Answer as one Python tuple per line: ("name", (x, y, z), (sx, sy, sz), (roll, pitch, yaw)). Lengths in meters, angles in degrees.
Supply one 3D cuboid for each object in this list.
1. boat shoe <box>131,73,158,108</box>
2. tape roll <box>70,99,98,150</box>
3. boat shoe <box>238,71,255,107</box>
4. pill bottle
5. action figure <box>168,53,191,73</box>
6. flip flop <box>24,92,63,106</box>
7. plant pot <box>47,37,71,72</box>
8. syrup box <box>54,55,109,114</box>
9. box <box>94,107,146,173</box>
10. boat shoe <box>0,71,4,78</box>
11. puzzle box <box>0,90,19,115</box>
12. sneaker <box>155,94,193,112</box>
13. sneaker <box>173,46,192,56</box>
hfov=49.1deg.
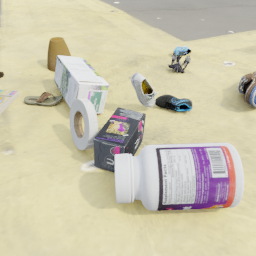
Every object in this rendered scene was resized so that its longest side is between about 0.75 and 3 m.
("boat shoe", (0.711, -1.196, 9.670), (0.608, 1.647, 0.702), (-45, 49, -13))
("tape roll", (-1.346, -0.105, 8.367), (0.285, 1.559, 1.559), (-6, 34, -33))
("boat shoe", (4.952, -1.583, 11.020), (1.068, 1.066, 2.950), (18, 29, 31))
("pill bottle", (1.081, 1.144, 6.607), (2.764, 1.540, 1.540), (-1, 35, -1))
("action figure", (2.461, -3.145, 13.307), (0.940, 0.807, 1.582), (21, 38, 10))
("flip flop", (-3.277, -1.172, 10.811), (1.537, 0.442, 0.623), (3, 35, 5))
("plant pot", (-3.326, -3.577, 13.402), (1.283, 1.377, 1.283), (-1, 36, 1))
("syrup box", (-1.866, -1.720, 10.698), (1.194, 1.155, 2.933), (-2, 32, -30))
("box", (-0.207, 0.326, 8.149), (0.931, 1.073, 1.755), (15, 39, 16))
("boat shoe", (-6.101, -2.336, 12.616), (0.953, 0.341, 0.363), (-19, 25, -36))
("puzzle box", (-5.129, -0.957, 10.701), (1.183, 0.226, 1.778), (5, 36, 6))
("sneaker", (1.684, -0.897, 10.317), (1.404, 0.514, 0.575), (4, 27, 6))
("sneaker", (2.911, -4.092, 14.918), (1.184, 0.464, 0.533), (-22, 44, -27))
